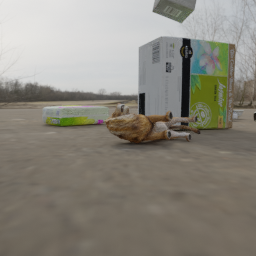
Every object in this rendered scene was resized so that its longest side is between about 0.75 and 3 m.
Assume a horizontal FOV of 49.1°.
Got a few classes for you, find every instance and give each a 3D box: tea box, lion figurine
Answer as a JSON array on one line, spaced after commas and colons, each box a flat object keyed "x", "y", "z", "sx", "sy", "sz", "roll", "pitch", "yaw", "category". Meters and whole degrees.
[{"x": 1.412, "y": -1.035, "z": 7.003, "sx": 2.036, "sy": 2.070, "sz": 1.383, "roll": -2, "pitch": 5, "yaw": -21, "category": "tea box"}, {"x": 0.442, "y": 0.003, "z": 4.549, "sx": 0.967, "sy": 0.572, "sz": 1.580, "roll": -6, "pitch": -14, "yaw": 38, "category": "lion figurine"}]

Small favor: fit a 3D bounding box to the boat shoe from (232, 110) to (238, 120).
[{"x": 3.439, "y": -0.736, "z": 11.195, "sx": 0.848, "sy": 0.803, "sz": 2.425, "roll": -1, "pitch": 5, "yaw": -14, "category": "boat shoe"}]

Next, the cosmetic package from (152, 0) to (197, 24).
[{"x": 1.265, "y": -3.656, "z": 6.936, "sx": 0.917, "sy": 1.717, "sz": 0.774, "roll": 16, "pitch": -11, "yaw": -12, "category": "cosmetic package"}]

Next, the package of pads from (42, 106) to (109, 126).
[{"x": -1.594, "y": -0.394, "z": 8.472, "sx": 1.657, "sy": 0.565, "sz": 1.280, "roll": -4, "pitch": 6, "yaw": -40, "category": "package of pads"}]

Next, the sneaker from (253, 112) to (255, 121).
[{"x": 4.748, "y": -0.440, "z": 9.687, "sx": 0.532, "sy": 0.458, "sz": 1.257, "roll": -1, "pitch": 3, "yaw": 13, "category": "sneaker"}]

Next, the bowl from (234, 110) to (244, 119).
[{"x": 4.460, "y": -0.566, "z": 11.837, "sx": 0.816, "sy": 0.367, "sz": 0.816, "roll": 0, "pitch": 4, "yaw": 0, "category": "bowl"}]
